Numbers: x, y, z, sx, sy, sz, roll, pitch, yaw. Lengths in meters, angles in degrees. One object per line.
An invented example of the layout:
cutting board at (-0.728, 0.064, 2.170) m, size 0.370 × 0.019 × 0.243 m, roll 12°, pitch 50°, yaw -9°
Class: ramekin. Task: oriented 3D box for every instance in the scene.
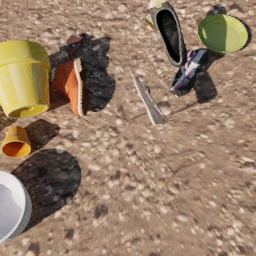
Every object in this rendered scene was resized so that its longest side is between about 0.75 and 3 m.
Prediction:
ramekin at (-4.232, 2.612, 8.948) m, size 2.317 × 1.216 × 2.317 m, roll 0°, pitch 65°, yaw -1°

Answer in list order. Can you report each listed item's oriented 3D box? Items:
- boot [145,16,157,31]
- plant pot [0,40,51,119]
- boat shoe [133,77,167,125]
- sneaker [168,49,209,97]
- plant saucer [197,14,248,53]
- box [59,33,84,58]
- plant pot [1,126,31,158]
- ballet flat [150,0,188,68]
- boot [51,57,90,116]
boot at (1.309, -4.952, 12.971) m, size 0.729 × 0.340 × 0.943 m, roll -30°, pitch 67°, yaw -14°
plant pot at (-3.955, -1.662, 10.452) m, size 2.415 × 2.415 × 2.272 m, roll -17°, pitch 82°, yaw -8°
boat shoe at (0.705, -0.921, 8.998) m, size 0.491 × 0.576 × 1.722 m, roll -25°, pitch 78°, yaw 8°
sneaker at (2.302, -2.307, 11.553) m, size 1.053 × 0.980 × 2.439 m, roll 26°, pitch 65°, yaw 33°
plant saucer at (4.191, -4.180, 12.604) m, size 2.231 × 0.347 × 2.231 m, roll 0°, pitch 64°, yaw 0°
box at (-2.469, -3.632, 12.323) m, size 0.539 × 0.403 × 1.077 m, roll 29°, pitch 66°, yaw 13°
plant pot at (-4.050, 0.446, 10.179) m, size 0.977 × 0.977 × 0.894 m, roll -13°, pitch 50°, yaw -6°
ballet flat at (1.489, -3.435, 9.891) m, size 0.897 × 0.767 × 2.700 m, roll -22°, pitch 92°, yaw 13°
boot at (-2.315, -1.508, 11.101) m, size 1.426 × 0.998 × 2.659 m, roll -14°, pitch 61°, yaw 2°
